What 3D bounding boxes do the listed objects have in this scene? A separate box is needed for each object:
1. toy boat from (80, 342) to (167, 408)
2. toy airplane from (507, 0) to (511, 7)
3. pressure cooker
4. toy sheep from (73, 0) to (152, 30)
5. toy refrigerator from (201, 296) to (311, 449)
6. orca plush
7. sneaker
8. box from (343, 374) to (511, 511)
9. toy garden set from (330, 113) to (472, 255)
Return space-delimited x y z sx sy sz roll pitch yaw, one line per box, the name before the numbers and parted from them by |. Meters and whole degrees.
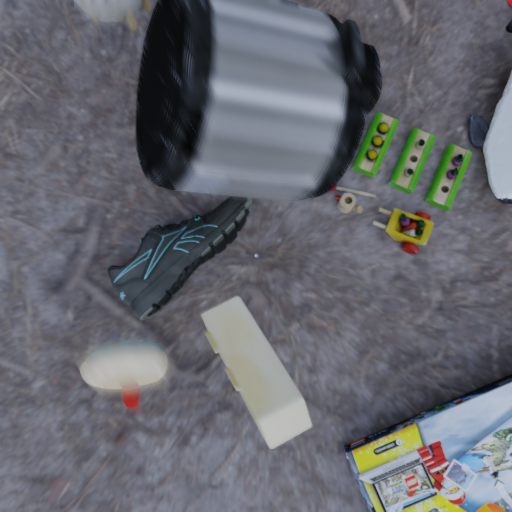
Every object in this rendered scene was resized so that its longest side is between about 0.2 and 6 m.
toy boat | -1.404 1.218 6.039 0.892 1.061 0.493 -5 55 -10
toy airplane | 5.530 -4.521 9.908 2.008 0.369 2.008 0 79 2
pressure cooker | 0.054 -1.775 6.596 2.610 2.295 2.331 3 116 -24
toy sheep | -1.917 -3.561 7.356 1.509 1.040 1.040 15 79 21
toy refrigerator | -0.054 1.292 6.413 0.584 0.634 1.670 -26 45 -9
orca plush | 4.556 -2.396 9.374 1.721 1.163 3.271 -16 70 42
sneaker | -1.176 -0.203 8.770 2.601 0.981 1.031 -43 80 -8
box | 3.452 3.253 8.002 3.680 0.693 2.513 -24 79 2
toy garden set | 2.122 -1.346 9.229 2.426 0.484 2.022 24 80 5
